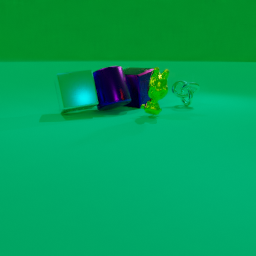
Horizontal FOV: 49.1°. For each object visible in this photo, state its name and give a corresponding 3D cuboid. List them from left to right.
[{"bbox_3d":[-1.875,-1.280,10.038,1.230,1.230,1.230,-11,0,-19],"label":"cube"},{"bbox_3d":[-0.676,-1.480,10.628,1.343,1.343,1.343,-15,-4,-1],"label":"cylinder"},{"bbox_3d":[0.289,-1.769,12.031,1.384,1.384,1.384,10,27,34],"label":"cube"},{"bbox_3d":[0.951,-1.204,9.708,0.804,1.464,1.441,12,-22,-3],"label":"cow figurine"},{"bbox_3d":[2.504,-1.565,11.786,1.064,1.137,0.525,-29,9,33],"label":"knot shape"}]
